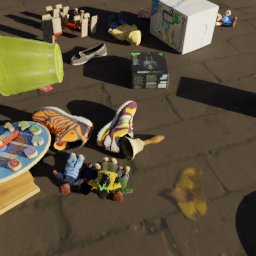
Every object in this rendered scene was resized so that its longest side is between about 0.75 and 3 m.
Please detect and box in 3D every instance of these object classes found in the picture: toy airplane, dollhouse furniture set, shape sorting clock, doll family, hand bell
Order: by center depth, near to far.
[{"bbox_3d":[-0.973,1.450,7.849,2.211,0.868,1.278,4,51,11],"label":"doll family"},{"bbox_3d":[-3.772,0.632,8.394,2.890,0.567,2.890,-10,32,6],"label":"shape sorting clock"},{"bbox_3d":[0.563,0.460,8.969,1.458,0.759,0.759,-16,48,-29],"label":"hand bell"},{"bbox_3d":[-3.475,-2.000,11.292,2.019,0.371,2.019,-5,49,6],"label":"toy airplane"},{"bbox_3d":[-3.159,-5.087,13.979,2.453,1.264,2.427,26,40,22],"label":"dollhouse furniture set"}]

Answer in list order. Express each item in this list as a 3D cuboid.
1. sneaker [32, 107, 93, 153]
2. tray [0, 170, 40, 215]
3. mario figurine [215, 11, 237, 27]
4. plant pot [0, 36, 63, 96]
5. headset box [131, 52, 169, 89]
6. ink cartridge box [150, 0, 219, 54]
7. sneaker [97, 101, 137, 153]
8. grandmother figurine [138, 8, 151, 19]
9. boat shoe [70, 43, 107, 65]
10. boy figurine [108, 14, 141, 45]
[{"bbox_3d":[-2.317,0.062,9.095,2.178,0.845,1.220,13,47,12],"label":"sneaker"},{"bbox_3d":[-3.475,1.808,7.648,1.833,0.339,0.904,-30,68,-25],"label":"tray"},{"bbox_3d":[4.951,-5.731,14.639,1.372,0.727,0.847,16,38,10],"label":"mario figurine"},{"bbox_3d":[-3.478,-2.272,10.102,2.058,2.137,2.137,-3,47,-3],"label":"plant pot"},{"bbox_3d":[0.851,-2.407,11.459,1.448,0.771,1.663,-1,47,-1],"label":"headset box"},{"bbox_3d":[2.556,-5.075,13.233,1.855,1.864,2.540,-26,51,-23],"label":"ink cartridge box"},{"bbox_3d":[-0.105,-0.021,9.279,0.932,0.775,2.069,26,60,21],"label":"sneaker"},{"bbox_3d":[1.545,-6.011,15.027,1.991,0.603,1.207,16,52,17],"label":"grandmother figurine"},{"bbox_3d":[-1.783,-3.356,12.549,1.794,0.511,0.600,-25,51,-22],"label":"boat shoe"},{"bbox_3d":[-0.192,-4.782,13.701,1.497,0.776,2.407,-16,45,-22],"label":"boy figurine"}]
